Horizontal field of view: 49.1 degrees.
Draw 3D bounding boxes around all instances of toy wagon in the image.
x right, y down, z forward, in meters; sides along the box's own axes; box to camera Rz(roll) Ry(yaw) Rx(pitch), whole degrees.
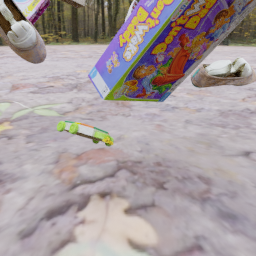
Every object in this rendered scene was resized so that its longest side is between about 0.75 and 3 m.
[{"bbox_3d":[-0.580,0.092,4.357,1.021,0.202,0.792,7,-12,46],"label":"toy wagon"}]

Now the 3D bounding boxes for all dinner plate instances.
[{"bbox_3d":[0.109,-1.903,6.249,0.210,1.733,1.733,4,21,11],"label":"dinner plate"}]

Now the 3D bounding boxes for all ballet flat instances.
[{"bbox_3d":[2.521,-1.392,6.918,1.996,0.671,0.679,-12,57,-20],"label":"ballet flat"},{"bbox_3d":[-2.139,-1.951,5.059,0.627,1.841,0.619,-39,24,-8],"label":"ballet flat"}]

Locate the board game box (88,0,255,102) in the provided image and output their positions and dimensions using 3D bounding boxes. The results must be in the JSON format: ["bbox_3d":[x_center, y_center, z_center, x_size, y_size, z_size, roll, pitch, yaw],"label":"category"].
[{"bbox_3d":[0.764,-1.497,4.532,1.752,2.606,0.583,-5,56,-49],"label":"board game box"}]

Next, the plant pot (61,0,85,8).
[{"bbox_3d":[-2.134,-5.331,11.104,0.844,0.748,0.845,15,6,-33],"label":"plant pot"}]

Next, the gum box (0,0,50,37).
[{"bbox_3d":[-2.961,-3.338,7.458,1.176,0.685,2.072,30,56,-14],"label":"gum box"}]
